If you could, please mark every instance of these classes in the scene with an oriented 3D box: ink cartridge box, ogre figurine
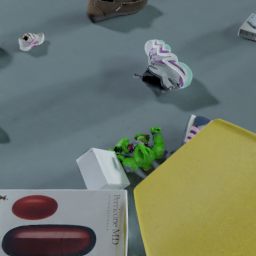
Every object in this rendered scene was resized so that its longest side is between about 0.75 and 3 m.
[{"bbox_3d":[5.008,-3.729,10.513,1.267,0.321,1.438,27,55,23],"label":"ink cartridge box"},{"bbox_3d":[0.254,0.549,6.601,1.493,0.733,0.895,-9,37,-22],"label":"ogre figurine"}]

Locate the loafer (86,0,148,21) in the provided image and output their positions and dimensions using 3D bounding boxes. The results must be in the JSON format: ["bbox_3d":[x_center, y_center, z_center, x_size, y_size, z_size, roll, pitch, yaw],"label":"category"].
[{"bbox_3d":[-0.371,-5.119,11.250,2.790,0.990,1.019,-27,55,-21],"label":"loafer"}]

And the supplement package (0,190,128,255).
[{"bbox_3d":[-1.283,2.420,4.201,2.569,1.889,2.456,-1,49,0],"label":"supplement package"}]

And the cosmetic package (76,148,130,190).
[{"bbox_3d":[-0.528,0.949,5.985,0.526,0.855,0.853,-37,62,19],"label":"cosmetic package"}]

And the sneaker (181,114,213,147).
[{"bbox_3d":[1.688,0.523,6.587,0.881,0.754,2.149,12,52,14],"label":"sneaker"}]

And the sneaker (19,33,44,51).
[{"bbox_3d":[-3.412,-3.147,9.917,0.424,0.459,1.041,29,55,22],"label":"sneaker"}]

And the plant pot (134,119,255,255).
[{"bbox_3d":[1.467,1.308,3.843,2.359,2.359,2.080,-43,53,8],"label":"plant pot"}]

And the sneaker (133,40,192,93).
[{"bbox_3d":[0.746,-1.872,8.570,1.530,0.850,2.187,-24,53,-20],"label":"sneaker"}]
